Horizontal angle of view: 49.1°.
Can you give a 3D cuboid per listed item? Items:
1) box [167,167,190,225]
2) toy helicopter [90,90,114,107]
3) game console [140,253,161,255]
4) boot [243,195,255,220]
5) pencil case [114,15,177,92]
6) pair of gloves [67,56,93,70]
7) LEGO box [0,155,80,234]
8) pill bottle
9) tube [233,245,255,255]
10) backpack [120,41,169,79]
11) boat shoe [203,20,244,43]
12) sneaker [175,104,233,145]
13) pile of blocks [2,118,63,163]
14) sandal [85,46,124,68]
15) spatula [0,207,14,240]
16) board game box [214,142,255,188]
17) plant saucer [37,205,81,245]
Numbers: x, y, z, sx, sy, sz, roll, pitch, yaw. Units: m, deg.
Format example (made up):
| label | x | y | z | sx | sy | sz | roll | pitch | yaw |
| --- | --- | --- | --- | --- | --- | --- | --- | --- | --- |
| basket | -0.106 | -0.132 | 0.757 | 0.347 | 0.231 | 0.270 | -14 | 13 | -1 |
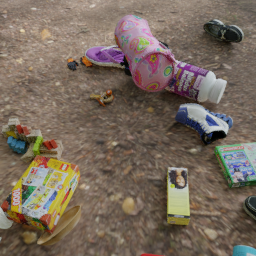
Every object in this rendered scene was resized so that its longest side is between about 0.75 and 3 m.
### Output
| label | x | y | z | sx | sy | sz | roll | pitch | yaw |
| --- | --- | --- | --- | --- | --- | --- | --- | --- | --- |
| box | 1.509 | 2.025 | 8.534 | 0.651 | 0.433 | 1.729 | 3 | 47 | 3 |
| toy helicopter | -1.145 | -1.248 | 11.765 | 1.045 | 0.412 | 0.691 | 7 | 55 | 21 |
| game console | 0.959 | 3.932 | 6.924 | 1.463 | 0.868 | 1.260 | 6 | 16 | 5 |
| boot | 4.537 | 2.088 | 7.520 | 2.385 | 1.802 | 0.861 | 20 | 50 | 18 |
| pencil case | 0.438 | -2.265 | 8.220 | 1.300 | 1.300 | 2.973 | -10 | 40 | -9 |
| pair of gloves | -2.381 | -3.208 | 13.714 | 1.160 | 0.143 | 1.033 | -17 | 49 | -14 |
| LEGO box | -2.510 | 1.906 | 8.354 | 1.460 | 0.756 | 1.960 | 12 | 45 | 12 |
| pill bottle | 2.778 | -1.854 | 11.622 | 2.333 | 1.310 | 1.310 | 23 | 51 | 21 |
| tube | 2.733 | 4.046 | 6.568 | 0.921 | 0.600 | 2.379 | 7 | 51 | 18 |
| backpack | 0.931 | -2.885 | 12.271 | 1.997 | 1.539 | 1.903 | 26 | 75 | 8 |
| boat shoe | 5.076 | -5.124 | 15.061 | 0.754 | 0.945 | 2.498 | -20 | 38 | -20 |
| sneaker | 2.732 | -0.099 | 10.268 | 2.099 | 0.848 | 1.212 | 16 | 47 | 13 |
| pile of blocks | -3.521 | 0.429 | 9.759 | 2.750 | 0.855 | 1.129 | 21 | 50 | 19 |
| sandal | -0.573 | -3.501 | 13.351 | 2.952 | 0.726 | 1.201 | 12 | 56 | 2 |
| spatula | -4.829 | 2.861 | 7.815 | 2.807 | 0.225 | 1.952 | 11 | 47 | 6 |
| board game box | 4.246 | 1.169 | 9.418 | 2.238 | 0.326 | 1.506 | -5 | 46 | -5 |
| plant saucer | -1.768 | 2.659 | 7.530 | 1.431 | 1.431 | 0.253 | -41 | 96 | -32 |
